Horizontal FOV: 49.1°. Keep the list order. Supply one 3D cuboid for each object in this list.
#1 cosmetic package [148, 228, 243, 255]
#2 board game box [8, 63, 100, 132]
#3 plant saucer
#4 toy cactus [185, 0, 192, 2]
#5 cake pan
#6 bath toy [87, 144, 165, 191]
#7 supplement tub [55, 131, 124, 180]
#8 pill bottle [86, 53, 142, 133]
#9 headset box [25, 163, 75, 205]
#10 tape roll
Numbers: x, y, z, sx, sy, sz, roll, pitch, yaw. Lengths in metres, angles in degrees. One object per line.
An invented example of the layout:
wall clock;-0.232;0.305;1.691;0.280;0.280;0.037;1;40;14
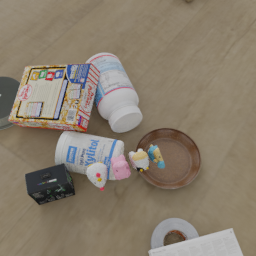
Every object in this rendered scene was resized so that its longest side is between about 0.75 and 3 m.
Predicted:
cosmetic package;1.786;3.437;7.393;2.325;0.589;0.960;-11;65;-7
board game box;-2.558;-1.084;9.647;2.891;0.669;2.190;5;74;25
plant saucer;1.321;1.026;9.415;2.220;0.406;2.220;0;60;1
toy cactus;2.758;-7.089;13.843;2.270;1.161;1.873;-9;79;-8
cake pan;-4.886;-1.024;10.566;2.370;0.435;2.370;0;60;0
bath toy;-0.090;1.110;7.770;2.113;0.919;0.781;-18;67;-6
supplement tub;-1.185;0.871;9.001;1.962;1.295;1.295;10;61;5
pill bottle;-0.535;-1.264;10.069;1.500;1.500;2.759;-19;62;-11
headset box;-2.329;1.709;8.466;1.191;1.368;0.635;-15;62;-8
tape roll;1.350;3.346;8.052;1.400;0.463;1.400;0;60;-1
